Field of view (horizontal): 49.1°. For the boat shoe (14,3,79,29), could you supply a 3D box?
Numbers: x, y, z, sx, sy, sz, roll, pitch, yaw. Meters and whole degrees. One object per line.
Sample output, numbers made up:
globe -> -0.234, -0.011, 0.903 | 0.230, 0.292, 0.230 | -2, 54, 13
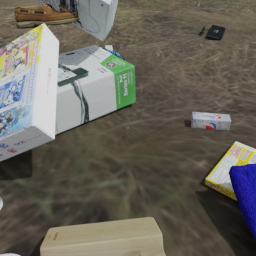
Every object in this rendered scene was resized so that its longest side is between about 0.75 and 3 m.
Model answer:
boat shoe -> -1.968, -2.734, 6.731 | 1.551, 0.527, 0.558 | -6, 17, -2

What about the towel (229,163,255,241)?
towel -> 2.712, 1.470, 4.441 | 1.611, 0.541, 2.182 | -5, 53, -8

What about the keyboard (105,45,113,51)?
keyboard -> -0.785, -3.204, 11.555 | 0.291, 0.055, 1.034 | -7, 37, -1

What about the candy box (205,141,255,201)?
candy box -> 2.358, 0.874, 5.962 | 0.802, 0.207, 1.569 | 24, 43, 32

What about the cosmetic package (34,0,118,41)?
cosmetic package -> -1.565, -3.532, 7.159 | 2.645, 1.994, 0.683 | 29, 78, -4

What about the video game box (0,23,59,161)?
video game box -> -2.766, -0.627, 6.051 | 2.676, 0.687, 2.937 | -22, 52, 19

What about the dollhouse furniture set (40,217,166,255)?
dollhouse furniture set -> -0.450, 2.552, 3.562 | 2.187, 1.874, 2.300 | -4, 2, -6

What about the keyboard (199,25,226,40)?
keyboard -> 3.969, -4.547, 13.235 | 1.128, 0.183, 1.774 | 19, 39, 13

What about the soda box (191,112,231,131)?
soda box -> 2.143, -0.176, 7.284 | 0.966, 0.306, 0.330 | 5, 37, 6

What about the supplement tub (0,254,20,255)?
supplement tub -> -1.620, 2.306, 3.625 | 0.725, 0.725, 1.099 | -15, 40, -19

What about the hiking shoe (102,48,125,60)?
hiking shoe -> -0.599, -2.762, 10.741 | 0.451, 0.387, 1.041 | -21, 51, -37

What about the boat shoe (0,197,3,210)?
boat shoe -> -2.643, 1.602, 4.794 | 0.468, 0.443, 1.306 | 10, 38, 13

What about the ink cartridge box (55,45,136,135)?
ink cartridge box -> -1.579, -1.136, 7.776 | 2.936, 1.219, 2.152 | -25, 43, -28
